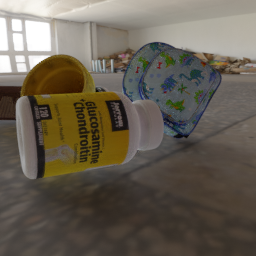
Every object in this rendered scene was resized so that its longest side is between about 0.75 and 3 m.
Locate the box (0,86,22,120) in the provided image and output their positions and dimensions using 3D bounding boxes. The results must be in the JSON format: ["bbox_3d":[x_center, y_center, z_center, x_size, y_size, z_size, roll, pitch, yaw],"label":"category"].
[{"bbox_3d":[-3.694,-0.902,9.827,2.773,1.039,1.388,-1,18,-1],"label":"box"}]

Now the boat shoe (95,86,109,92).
[{"bbox_3d":[-1.296,-1.229,11.523,0.918,0.972,2.709,17,12,-31],"label":"boat shoe"}]

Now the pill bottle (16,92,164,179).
[{"bbox_3d":[-0.668,0.048,5.179,2.519,1.411,1.411,-7,15,-25],"label":"pill bottle"}]

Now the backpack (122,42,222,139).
[{"bbox_3d":[1.017,-1.085,7.213,2.266,2.074,1.666,31,-7,8],"label":"backpack"}]

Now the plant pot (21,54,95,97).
[{"bbox_3d":[-1.705,-0.806,8.046,1.939,1.939,1.824,4,-16,18],"label":"plant pot"}]
